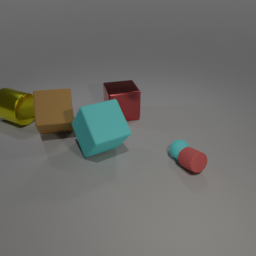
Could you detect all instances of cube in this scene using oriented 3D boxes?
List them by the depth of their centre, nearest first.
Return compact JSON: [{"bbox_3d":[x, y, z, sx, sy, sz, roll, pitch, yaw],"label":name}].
[{"bbox_3d":[-0.969,0.020,9.868,1.400,1.400,1.400,-16,74,-30],"label":"cube"},{"bbox_3d":[-2.916,-0.640,11.114,1.400,1.400,1.400,-6,-12,-12],"label":"cube"},{"bbox_3d":[-0.294,-1.216,12.647,1.400,1.400,1.400,-8,32,-12],"label":"cube"}]

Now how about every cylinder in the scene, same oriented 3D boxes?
[{"bbox_3d":[2.162,1.056,9.380,0.700,0.700,0.700,-16,20,-24],"label":"cylinder"},{"bbox_3d":[-4.884,-0.945,12.178,1.400,1.400,1.400,16,35,24],"label":"cylinder"}]

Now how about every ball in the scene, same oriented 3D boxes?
[{"bbox_3d":[1.841,0.762,9.953,0.700,0.700,0.700,0,31,0],"label":"ball"}]
